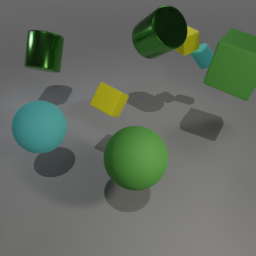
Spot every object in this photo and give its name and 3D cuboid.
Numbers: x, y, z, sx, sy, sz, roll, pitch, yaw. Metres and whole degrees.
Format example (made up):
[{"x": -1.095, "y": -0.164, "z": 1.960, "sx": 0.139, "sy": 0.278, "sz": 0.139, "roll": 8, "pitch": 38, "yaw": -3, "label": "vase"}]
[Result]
[{"x": 1.055, "y": -3.209, "z": 9.541, "sx": 1.400, "sy": 1.400, "sz": 1.400, "roll": -19, "pitch": 7, "yaw": -26, "label": "cylinder"}, {"x": 0.167, "y": 0.651, "z": 6.120, "sx": 1.400, "sy": 1.400, "sz": 1.400, "roll": 0, "pitch": 34, "yaw": 0, "label": "ball"}, {"x": 3.318, "y": -1.926, "z": 8.384, "sx": 1.400, "sy": 1.400, "sz": 1.400, "roll": 27, "pitch": 43, "yaw": 17, "label": "cube"}, {"x": -3.336, "y": -3.016, "z": 11.176, "sx": 1.400, "sy": 1.400, "sz": 1.400, "roll": 8, "pitch": 5, "yaw": -1, "label": "cylinder"}, {"x": 2.121, "y": -3.203, "z": 10.287, "sx": 0.700, "sy": 0.700, "sz": 0.700, "roll": -29, "pitch": 46, "yaw": -14, "label": "cube"}, {"x": -2.343, "y": -0.027, "z": 7.451, "sx": 1.400, "sy": 1.400, "sz": 1.400, "roll": 0, "pitch": 34, "yaw": 0, "label": "ball"}, {"x": -0.511, "y": -0.780, "z": 7.845, "sx": 0.700, "sy": 0.700, "sz": 0.700, "roll": 29, "pitch": 7, "yaw": 16, "label": "cube"}, {"x": 2.892, "y": -2.746, "z": 10.736, "sx": 0.700, "sy": 0.700, "sz": 0.700, "roll": -35, "pitch": 25, "yaw": 19, "label": "cylinder"}]
